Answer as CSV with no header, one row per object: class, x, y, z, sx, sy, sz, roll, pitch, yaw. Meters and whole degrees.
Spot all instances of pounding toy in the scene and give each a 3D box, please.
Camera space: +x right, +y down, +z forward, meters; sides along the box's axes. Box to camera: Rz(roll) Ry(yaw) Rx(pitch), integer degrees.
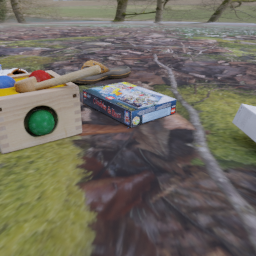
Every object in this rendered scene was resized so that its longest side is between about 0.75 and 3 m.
pounding toy,-2.069,-0.675,6.473,2.177,1.681,2.365,-16,29,-30

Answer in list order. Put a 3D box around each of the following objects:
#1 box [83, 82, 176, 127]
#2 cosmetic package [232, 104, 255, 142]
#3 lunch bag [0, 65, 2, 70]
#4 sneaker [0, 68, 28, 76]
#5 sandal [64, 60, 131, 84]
box,-0.022,-0.781,8.189,1.624,0.448,2.377,-18,30,-34
cosmetic package,2.881,-0.008,5.924,0.658,0.519,1.222,10,27,-19
lunch bag,-6.102,-2.582,12.245,0.860,0.405,1.073,11,28,19
sneaker,-3.415,-1.302,8.412,1.102,0.947,2.602,-16,19,-11
sandal,-1.174,-2.344,11.218,2.911,0.794,1.189,-13,27,-26
